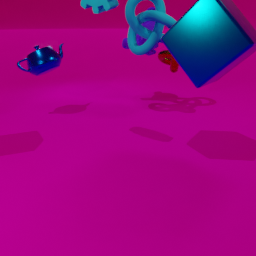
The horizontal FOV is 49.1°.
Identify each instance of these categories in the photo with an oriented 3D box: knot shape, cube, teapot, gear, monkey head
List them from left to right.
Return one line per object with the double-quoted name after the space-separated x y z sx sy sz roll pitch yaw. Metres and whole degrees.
-2.485 -2.060 8.289 1.646 0.806 1.023 -31 14 -31 "teapot"
-0.586 -2.692 4.829 1.306 1.306 0.241 18 42 38 "gear"
0.471 -3.070 9.259 1.331 1.115 1.850 2 -16 -5 "monkey head"
0.711 -2.770 7.652 1.585 1.694 0.783 19 40 12 "knot shape"
1.827 -2.466 8.905 1.596 0.788 1.705 -32 10 3 "knot shape"
1.539 -1.570 5.059 1.146 1.146 1.146 -40 -9 36 "cube"
